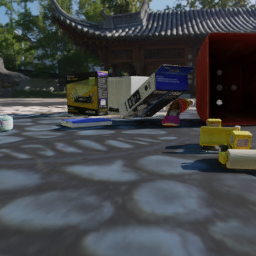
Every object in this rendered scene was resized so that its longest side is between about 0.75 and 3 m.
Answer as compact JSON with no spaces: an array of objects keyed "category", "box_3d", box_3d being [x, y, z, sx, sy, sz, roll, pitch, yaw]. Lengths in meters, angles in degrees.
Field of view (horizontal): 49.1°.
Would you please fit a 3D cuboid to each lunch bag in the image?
[{"category":"lunch bag","box_3d":[-3.858,-0.129,7.919,1.089,0.420,0.873,-2,8,-14]}]

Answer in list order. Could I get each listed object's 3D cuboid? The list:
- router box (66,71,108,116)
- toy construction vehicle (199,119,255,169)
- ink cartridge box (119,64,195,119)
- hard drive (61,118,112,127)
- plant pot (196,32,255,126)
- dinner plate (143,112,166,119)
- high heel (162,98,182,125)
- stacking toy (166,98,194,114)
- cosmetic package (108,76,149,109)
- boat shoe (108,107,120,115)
[{"category":"router box","box_3d":[-1.994,-1.645,13.400,0.666,2.006,2.551,-7,10,-44]},{"category":"toy construction vehicle","box_3d":[2.209,0.107,4.813,1.852,0.749,2.127,1,8,11]},{"category":"ink cartridge box","box_3d":[0.955,-1.143,9.668,1.443,0.569,2.903,-4,-21,-31]},{"category":"hard drive","box_3d":[-1.384,-0.198,9.360,1.408,0.179,0.929,-5,9,-35]},{"category":"plant pot","box_3d":[3.904,-1.627,10.315,2.983,2.980,2.629,-1,2,-4]},{"category":"dinner plate","box_3d":[1.397,-0.551,12.135,1.632,0.198,1.632,2,7,0]},{"category":"high heel","box_3d":[1.523,-0.555,9.432,0.605,0.862,1.797,3,8,23]},{"category":"stacking toy","box_3d":[2.195,-0.949,11.434,1.176,0.859,0.859,-16,14,-26]},{"category":"cosmetic package","box_3d":[0.199,-1.879,15.638,1.873,1.875,2.272,-6,9,-37]},{"category":"boat shoe","box_3d":[-0.472,-0.845,13.682,1.214,0.344,0.417,4,9,31]}]
